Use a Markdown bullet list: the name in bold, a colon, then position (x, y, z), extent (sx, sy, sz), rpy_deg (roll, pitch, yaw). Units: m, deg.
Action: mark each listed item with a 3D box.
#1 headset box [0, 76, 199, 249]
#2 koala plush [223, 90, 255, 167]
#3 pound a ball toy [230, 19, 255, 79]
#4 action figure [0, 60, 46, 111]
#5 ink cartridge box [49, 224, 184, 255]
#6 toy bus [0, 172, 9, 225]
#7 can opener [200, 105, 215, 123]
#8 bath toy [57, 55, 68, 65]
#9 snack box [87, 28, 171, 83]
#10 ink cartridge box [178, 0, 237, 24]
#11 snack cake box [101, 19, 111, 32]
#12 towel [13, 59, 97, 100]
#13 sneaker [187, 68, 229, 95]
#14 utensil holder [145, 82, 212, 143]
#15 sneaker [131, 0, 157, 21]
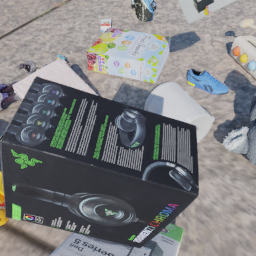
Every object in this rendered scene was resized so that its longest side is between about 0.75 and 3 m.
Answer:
- **headset box**: position (-0.357, 0.405, 2.576), extent (1.535, 1.336, 0.712), rpy_deg (17, 48, -9)
- **koala plush**: position (3.658, 0.088, 6.944), extent (2.074, 2.149, 2.339), rpy_deg (32, 70, 8)
- **pound a ball toy**: position (4.451, -2.857, 10.101), extent (0.898, 1.379, 2.114), rpy_deg (-11, 46, -11)
- **action figure**: position (-3.193, -1.212, 8.660), extent (2.726, 0.946, 1.774), rpy_deg (-21, 56, -15)
- **ink cartridge box**: position (-0.144, 2.204, 4.436), extent (1.617, 0.934, 2.223), rpy_deg (17, 14, 16)
- **toy bus**: position (-3.673, 1.798, 5.145), extent (2.697, 1.830, 2.589), rpy_deg (8, 57, 4)
- **can opener**: position (1.814, -0.653, 8.426), extent (0.482, 0.608, 1.830), rpy_deg (-32, 48, -27)
- **bath toy**: position (-2.389, -2.345, 10.317), extent (0.408, 0.347, 0.938), rpy_deg (-17, 47, -16)
- **snack box**: position (0.089, -2.770, 10.376), extent (2.574, 0.871, 2.170), rpy_deg (14, 45, 12)
- **ink cartridge box**: position (1.835, -2.682, 5.376), extent (1.057, 0.601, 1.451), rpy_deg (-35, 15, -20)
- **snack cake box**: position (-1.004, -4.706, 12.821), extent (0.462, 0.270, 0.803), rpy_deg (1, 44, -1)
- **towel**: position (-2.006, -0.953, 8.311), extent (2.001, 0.322, 1.911), rpy_deg (46, 55, 2)
- **sneaker**: position (2.680, -1.566, 9.351), extent (1.475, 0.578, 0.486), rpy_deg (27, 48, 23)
- **utensil holder**: position (1.361, -0.349, 7.600), extent (1.253, 1.253, 1.474), rpy_deg (-22, 49, -21)
- **sneaker**: position (0.919, -6.068, 13.751), extent (1.138, 0.992, 2.531), rpy_deg (-5, 44, -10)
